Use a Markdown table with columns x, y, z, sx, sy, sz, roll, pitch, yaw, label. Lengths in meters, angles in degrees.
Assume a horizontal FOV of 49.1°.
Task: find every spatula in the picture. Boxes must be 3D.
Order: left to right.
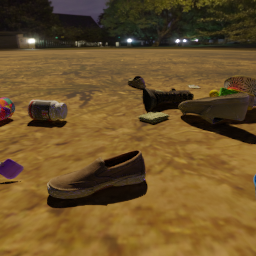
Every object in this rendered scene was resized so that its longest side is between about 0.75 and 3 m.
| x | y | z | sx | sy | sz | roll | pitch | yaw | label |
| --- | --- | --- | --- | --- | --- | --- | --- | --- | --- |
| -2.684 | 0.666 | 5.608 | 1.290 | 0.133 | 0.364 | 19 | 52 | 21 | spatula |

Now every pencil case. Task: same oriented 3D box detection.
| x | y | z | sx | sy | sz | roll | pitch | yaw | label |
| --- | --- | --- | --- | --- | --- | --- | --- | --- | --- |
| -4.219 | -0.435 | 8.625 | 0.750 | 0.750 | 1.697 | 4 | 21 | 12 | pencil case |

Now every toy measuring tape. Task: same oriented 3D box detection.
| x | y | z | sx | sy | sz | roll | pitch | yaw | label |
| --- | --- | --- | --- | --- | --- | --- | --- | --- | --- |
| 3.992 | -0.758 | 9.606 | 2.591 | 0.953 | 0.953 | 17 | 20 | 0 | toy measuring tape |

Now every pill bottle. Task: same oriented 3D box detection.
| x | y | z | sx | sy | sz | roll | pitch | yaw | label |
| --- | --- | --- | --- | --- | --- | --- | --- | --- | --- |
| -2.578 | -0.570 | 9.039 | 1.120 | 0.649 | 0.649 | 4 | 19 | 12 | pill bottle |

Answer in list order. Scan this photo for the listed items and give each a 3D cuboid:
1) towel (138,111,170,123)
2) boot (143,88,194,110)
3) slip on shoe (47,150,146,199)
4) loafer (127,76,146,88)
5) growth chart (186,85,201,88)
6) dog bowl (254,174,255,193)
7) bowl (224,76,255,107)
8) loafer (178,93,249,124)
| x | y | z | sx | sy | sz | roll | pitch | yaw | label |
| --- | --- | --- | --- | --- | --- | --- | --- | --- | --- |
| 0.851 | -0.374 | 9.203 | 0.693 | 0.170 | 0.934 | 16 | 24 | 41 | towel |
| 1.563 | -1.215 | 10.738 | 1.936 | 0.770 | 2.223 | -1 | 17 | -1 | boot |
| -0.541 | 0.807 | 5.144 | 1.852 | 0.561 | 0.704 | -6 | 20 | -17 | slip on shoe |
| 0.475 | -2.486 | 14.766 | 0.612 | 0.552 | 1.617 | -10 | 21 | -26 | loafer |
| 3.415 | -2.149 | 14.549 | 0.568 | 0.070 | 0.785 | -2 | 20 | -10 | growth chart |
| 3.060 | 1.077 | 4.289 | 2.493 | 0.618 | 1.390 | -7 | 20 | -22 | dog bowl |
| 4.179 | -1.151 | 10.230 | 1.566 | 0.735 | 1.566 | 22 | -16 | 7 | bowl |
| 2.589 | -0.549 | 8.797 | 0.930 | 0.839 | 2.458 | -13 | 6 | -35 | loafer |
